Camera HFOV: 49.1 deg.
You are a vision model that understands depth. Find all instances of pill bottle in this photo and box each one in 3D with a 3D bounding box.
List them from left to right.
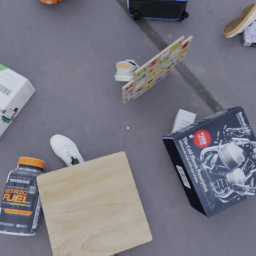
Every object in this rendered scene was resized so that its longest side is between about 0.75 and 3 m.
[{"bbox_3d":[-3.212,2.064,8.679,1.200,1.200,2.260,6,72,2],"label":"pill bottle"}]

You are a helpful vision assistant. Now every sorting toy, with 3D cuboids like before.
[{"bbox_3d":[-1.044,2.451,8.547,2.751,0.957,2.735,-15,74,-11],"label":"sorting toy"}]

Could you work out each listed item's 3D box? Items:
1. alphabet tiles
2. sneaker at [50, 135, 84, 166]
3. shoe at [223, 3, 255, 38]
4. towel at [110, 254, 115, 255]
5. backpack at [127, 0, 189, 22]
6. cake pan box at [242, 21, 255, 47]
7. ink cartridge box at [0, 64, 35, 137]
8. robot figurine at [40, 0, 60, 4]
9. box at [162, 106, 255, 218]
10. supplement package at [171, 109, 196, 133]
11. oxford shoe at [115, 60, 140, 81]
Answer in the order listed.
[{"bbox_3d":[0.929,-1.874,9.265,2.814,2.342,0.089,-38,79,-9],"label":"alphabet tiles"},{"bbox_3d":[-1.921,0.873,9.235,0.702,0.825,1.865,-41,77,-10],"label":"sneaker"},{"bbox_3d":[4.418,-4.028,10.760,2.157,0.754,0.576,-45,118,-22],"label":"shoe"},{"bbox_3d":[-0.529,5.113,8.213,1.891,0.299,2.625,-39,78,-13],"label":"towel"},{"bbox_3d":[1.168,-5.748,10.713,2.435,1.956,2.661,0,69,-4],"label":"backpack"},{"bbox_3d":[4.950,-3.665,10.914,0.973,0.276,1.056,1,73,-2],"label":"cake pan box"},{"bbox_3d":[-4.707,-0.968,9.709,1.730,0.999,2.368,30,75,9],"label":"ink cartridge box"},{"bbox_3d":[-2.731,-5.926,10.992,2.686,1.566,1.932,-34,79,-10],"label":"robot figurine"},{"bbox_3d":[2.687,0.960,8.587,2.318,1.325,2.545,-25,92,-8],"label":"box"},{"bbox_3d":[1.853,0.006,9.614,0.588,0.610,1.073,19,74,4],"label":"supplement package"},{"bbox_3d":[0.094,-1.956,9.428,0.861,2.290,0.661,4,103,12],"label":"oxford shoe"}]
